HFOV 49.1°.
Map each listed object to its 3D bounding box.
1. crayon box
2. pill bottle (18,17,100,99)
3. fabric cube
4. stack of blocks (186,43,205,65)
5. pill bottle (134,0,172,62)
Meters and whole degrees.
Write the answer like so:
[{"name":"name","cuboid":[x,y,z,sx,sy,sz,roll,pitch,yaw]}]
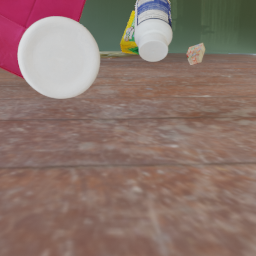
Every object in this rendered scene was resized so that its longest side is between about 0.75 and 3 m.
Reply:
[{"name":"crayon box","cuboid":[0.650,-3.514,10.380,1.463,1.696,0.494,11,-23,18]},{"name":"pill bottle","cuboid":[-1.269,-1.394,5.372,1.278,1.278,2.235,-4,19,-11]},{"name":"fabric cube","cuboid":[-2.729,-2.964,7.390,2.361,2.353,2.316,25,-28,-32]},{"name":"stack of blocks","cuboid":[2.186,-2.399,9.139,0.489,0.249,0.850,-11,36,34]},{"name":"pill bottle","cuboid":[0.601,-2.413,6.706,0.893,0.893,1.610,1,60,2]}]
